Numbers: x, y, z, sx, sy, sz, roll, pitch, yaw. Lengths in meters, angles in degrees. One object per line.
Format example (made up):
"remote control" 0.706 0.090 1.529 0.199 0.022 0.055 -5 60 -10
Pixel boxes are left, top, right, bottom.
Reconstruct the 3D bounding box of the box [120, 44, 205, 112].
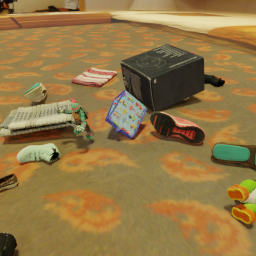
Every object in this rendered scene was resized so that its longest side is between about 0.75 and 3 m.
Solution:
"box" 1.664 -2.588 13.797 2.978 1.846 2.927 -24 34 -17

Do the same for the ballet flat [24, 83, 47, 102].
"ballet flat" -4.331 -1.672 13.466 0.848 0.848 2.440 -4 18 -7

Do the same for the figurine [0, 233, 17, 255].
"figurine" -3.148 2.992 5.563 1.578 0.679 1.540 -6 34 -9

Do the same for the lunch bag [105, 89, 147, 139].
"lunch bag" -0.108 -0.445 10.888 1.257 0.785 1.669 38 45 -16

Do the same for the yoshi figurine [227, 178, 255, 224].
"yoshi figurine" 3.770 1.702 7.424 2.168 1.219 1.214 -15 48 -29

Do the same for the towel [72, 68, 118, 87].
"towel" -1.944 -3.081 16.741 1.879 0.297 2.609 11 31 18

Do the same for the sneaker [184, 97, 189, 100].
"sneaker" 2.658 -1.682 14.142 0.903 0.364 0.661 9 26 5

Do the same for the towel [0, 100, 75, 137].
"towel" -3.620 -0.536 11.468 2.847 0.492 2.741 -11 25 -7

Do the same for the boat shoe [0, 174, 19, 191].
"boat shoe" -3.822 1.628 8.147 1.165 0.431 0.430 -20 35 -31

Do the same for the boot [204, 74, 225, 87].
"boot" 4.706 -2.689 15.818 1.261 0.482 1.060 -3 25 -19

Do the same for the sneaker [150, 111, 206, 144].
"sneaker" 1.901 -0.015 10.815 2.211 0.815 0.959 23 16 13

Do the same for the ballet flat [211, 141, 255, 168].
"ballet flat" 4.116 0.898 9.242 2.621 0.889 0.948 8 11 22

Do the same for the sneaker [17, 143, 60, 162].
"sneaker" -2.947 0.903 9.334 1.353 0.498 0.798 -16 27 -31

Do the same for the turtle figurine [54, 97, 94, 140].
"turtle figurine" -1.787 -0.322 9.859 0.888 1.764 1.321 -39 57 -15
